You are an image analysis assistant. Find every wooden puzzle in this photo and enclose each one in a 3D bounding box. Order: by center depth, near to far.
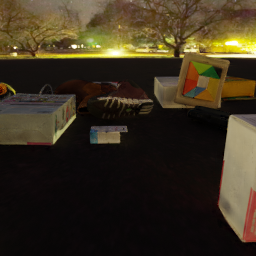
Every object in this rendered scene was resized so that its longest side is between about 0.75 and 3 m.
[{"bbox_3d":[2.478,-1.525,9.363,1.606,1.736,0.323,9,16,-11],"label":"wooden puzzle"}]

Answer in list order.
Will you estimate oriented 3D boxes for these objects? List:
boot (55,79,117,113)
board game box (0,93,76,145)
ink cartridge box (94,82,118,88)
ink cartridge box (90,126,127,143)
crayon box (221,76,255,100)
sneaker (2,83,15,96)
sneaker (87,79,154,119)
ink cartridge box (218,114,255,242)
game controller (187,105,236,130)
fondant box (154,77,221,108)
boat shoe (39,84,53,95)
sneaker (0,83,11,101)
[{"bbox_3d":[-1.555,-0.955,10.052,2.518,0.916,2.675,6,24,-6],"label":"boot"},{"bbox_3d":[-2.538,-0.332,7.478,1.841,0.802,2.495,1,18,2],"label":"board game box"},{"bbox_3d":[-1.081,-1.587,11.896,1.512,0.630,1.098,-2,17,-5],"label":"ink cartridge box"},{"bbox_3d":[-0.456,0.156,6.718,0.863,0.288,0.500,-1,17,-3],"label":"ink cartridge box"},{"bbox_3d":[4.309,-1.861,12.646,1.857,0.743,2.925,-5,18,-16],"label":"crayon box"},{"bbox_3d":[-5.102,-1.505,11.399,2.040,0.797,0.921,12,18,36],"label":"sneaker"},{"bbox_3d":[-0.363,-0.987,8.775,2.211,0.837,1.277,0,49,-31],"label":"sneaker"},{"bbox_3d":[2.226,0.563,3.454,1.897,1.389,0.785,-1,18,-6],"label":"ink cartridge box"},{"bbox_3d":[2.807,-0.176,7.737,1.269,0.512,2.432,7,11,-32],"label":"game controller"},{"bbox_3d":[2.250,-1.500,11.250,2.102,0.849,2.914,0,18,-1],"label":"fondant box"},{"bbox_3d":[-2.961,-1.129,10.165,0.611,0.532,1.659,15,19,-20],"label":"boat shoe"},{"bbox_3d":[-4.252,-0.530,7.687,1.080,1.066,2.760,7,20,15],"label":"sneaker"}]
